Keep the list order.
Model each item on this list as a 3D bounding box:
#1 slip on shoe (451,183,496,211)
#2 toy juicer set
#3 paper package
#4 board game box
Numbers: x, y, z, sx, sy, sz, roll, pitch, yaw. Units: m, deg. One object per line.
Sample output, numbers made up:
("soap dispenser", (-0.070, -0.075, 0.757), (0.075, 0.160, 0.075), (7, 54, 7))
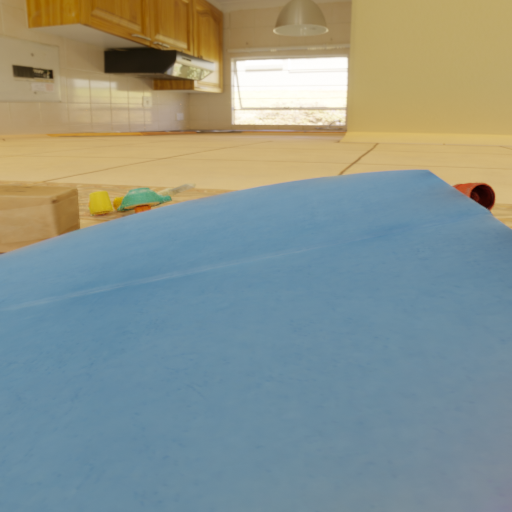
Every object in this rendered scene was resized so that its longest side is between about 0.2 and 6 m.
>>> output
("slip on shoe", (2.932, -0.367, 8.175), (0.749, 0.907, 2.449), (-15, 24, 43))
("toy juicer set", (-2.707, -1.181, 12.979), (2.404, 0.654, 1.530), (-11, 0, -24))
("paper package", (-4.343, -0.702, 10.125), (1.967, 1.018, 1.875), (0, 12, -4))
("board game box", (-0.730, 0.705, 3.905), (4.735, 1.167, 5.993), (-11, 16, 8))
